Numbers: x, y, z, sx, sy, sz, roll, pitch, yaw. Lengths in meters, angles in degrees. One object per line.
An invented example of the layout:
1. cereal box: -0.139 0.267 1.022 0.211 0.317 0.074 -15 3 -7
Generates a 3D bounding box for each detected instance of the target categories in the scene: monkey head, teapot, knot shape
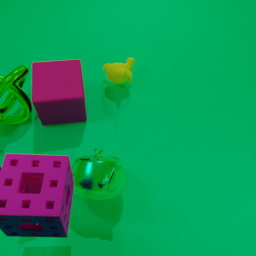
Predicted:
1. monkey head: -0.222 -1.707 8.170 0.729 0.871 1.210 14 14 -36
2. teapot: -0.612 0.942 5.944 1.273 2.047 1.002 2 91 -29
3. knot shape: -3.175 -0.813 6.968 0.808 1.748 1.636 27 17 27

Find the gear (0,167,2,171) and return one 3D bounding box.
1. gear: -2.795 1.151 6.338 1.069 0.198 1.069 -17 26 9

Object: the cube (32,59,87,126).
1. cube: -1.774 -0.915 7.382 1.220 1.220 1.220 -6 63 -7

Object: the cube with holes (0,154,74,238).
1. cube with holes: -1.430 1.083 4.419 0.966 0.966 0.966 2 53 -3
